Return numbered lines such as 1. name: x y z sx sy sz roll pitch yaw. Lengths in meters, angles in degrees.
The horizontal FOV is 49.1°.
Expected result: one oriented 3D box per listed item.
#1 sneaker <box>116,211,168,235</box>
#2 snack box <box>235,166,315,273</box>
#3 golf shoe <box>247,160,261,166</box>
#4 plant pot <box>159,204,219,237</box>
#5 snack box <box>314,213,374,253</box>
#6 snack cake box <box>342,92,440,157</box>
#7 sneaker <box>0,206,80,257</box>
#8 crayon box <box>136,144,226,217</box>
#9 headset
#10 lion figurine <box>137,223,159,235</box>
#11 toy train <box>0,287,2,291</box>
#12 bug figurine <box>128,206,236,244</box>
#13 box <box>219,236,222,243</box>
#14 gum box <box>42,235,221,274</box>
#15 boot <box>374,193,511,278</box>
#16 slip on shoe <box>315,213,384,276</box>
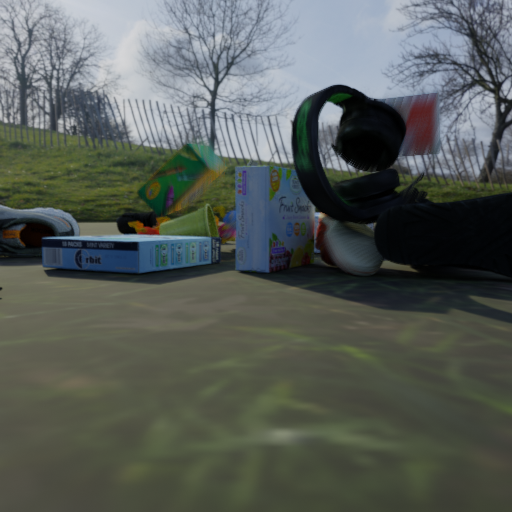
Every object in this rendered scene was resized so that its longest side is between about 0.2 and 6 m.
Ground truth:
1. sneaker: -3.484 -0.878 17.027 1.618 0.932 3.103 -1 0 -8
2. snack box: 0.332 -0.568 8.540 0.605 1.508 1.788 2 4 25
3. golf shoe: 0.076 -1.526 13.504 0.741 0.920 1.892 27 20 -27
4. plant pot: -1.224 -0.352 10.224 0.946 1.029 1.029 -12 4 4
5. snack box: 1.119 -0.528 12.364 2.522 0.854 2.127 -2 5 -3
6. snack cake box: 2.181 -2.077 9.095 1.521 0.874 0.511 -1 -2 20
7. sneaker: -4.963 -0.487 10.693 2.947 1.089 1.168 0 9 -9
8. crayon box: -1.630 -1.780 12.906 1.531 0.751 2.578 -42 3 11
9. headset: 1.538 -1.279 8.441 3.085 1.905 1.450 16 -18 -40
10. lion figurine: -2.557 -0.400 13.383 0.759 0.449 1.240 -45 2 -14
11. toy train: -3.311 0.182 6.374 0.547 0.408 2.389 -16 12 -27
12. bug figurine: -1.320 -0.571 12.686 2.813 0.724 2.181 -10 -5 8
13. box: -1.198 -0.598 15.767 0.570 0.468 0.473 -2 5 -29
14. gum box: -1.881 -0.070 8.826 1.829 0.480 2.153 2 5 27
15. boot: 3.110 -0.313 7.853 2.869 1.096 2.411 2 5 17
16. slip on shoe: 1.336 -0.126 8.470 0.887 0.733 2.394 14 16 -8
